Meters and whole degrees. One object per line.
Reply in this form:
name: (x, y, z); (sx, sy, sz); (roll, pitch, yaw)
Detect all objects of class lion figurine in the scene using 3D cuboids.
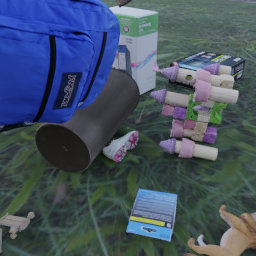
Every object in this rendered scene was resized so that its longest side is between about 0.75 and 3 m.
lion figurine: (1.789, 1.948, 4.779); (1.601, 0.580, 0.980); (-41, 52, -16)

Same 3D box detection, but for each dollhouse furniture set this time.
dollhouse furniture set: (-2.317, 1.906, 5.252); (0.761, 0.435, 0.892); (7, 7, 9)

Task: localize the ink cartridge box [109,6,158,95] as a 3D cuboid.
ink cartridge box: (-0.045, -2.954, 10.761); (2.117, 2.913, 1.275); (27, 43, 36)

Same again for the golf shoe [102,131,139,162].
golf shoe: (-0.175, 0.399, 7.491); (0.587, 0.483, 1.284); (14, 32, 29)

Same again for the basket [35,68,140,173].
basket: (-1.106, -0.215, 7.328); (2.310, 1.742, 2.562); (-17, 26, 32)

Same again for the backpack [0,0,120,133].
backpack: (-1.520, -1.173, 4.410); (2.806, 2.280, 2.355); (-8, 51, -41)

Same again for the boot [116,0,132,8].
boot: (0.007, -3.731, 7.510); (1.178, 0.378, 1.098); (-46, 40, -4)

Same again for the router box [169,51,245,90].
router box: (3.357, -2.421, 11.839); (2.115, 0.877, 2.823); (23, 38, 34)

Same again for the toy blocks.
toy blocks: (1.555, -0.664, 7.555); (1.992, 2.211, 2.366); (11, 35, 8)

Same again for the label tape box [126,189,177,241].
label tape box: (0.482, 1.711, 5.364); (0.798, 0.368, 1.114); (7, 33, 13)
